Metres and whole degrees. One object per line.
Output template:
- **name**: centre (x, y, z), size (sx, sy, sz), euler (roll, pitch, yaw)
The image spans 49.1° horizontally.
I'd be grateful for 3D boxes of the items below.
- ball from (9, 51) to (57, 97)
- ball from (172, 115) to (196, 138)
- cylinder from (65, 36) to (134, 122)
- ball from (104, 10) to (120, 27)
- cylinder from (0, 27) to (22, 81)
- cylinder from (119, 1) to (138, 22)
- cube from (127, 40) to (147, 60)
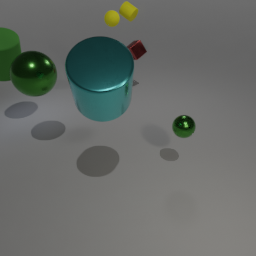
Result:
- **ball**: centre (-2.907, -1.669, 8.662), size (1.400, 1.400, 1.400), euler (0, 31, 0)
- **ball**: centre (1.681, -0.044, 8.435), size (0.700, 0.700, 0.700), euler (0, 31, 0)
- **cylinder**: centre (-0.593, -1.041, 6.259), size (1.400, 1.400, 1.400), euler (1, 67, -2)
- **ball**: centre (-0.729, -4.962, 12.708), size (0.700, 0.700, 0.700), euler (0, 31, 0)
- **cylinder**: centre (-4.598, -2.663, 10.156), size (1.400, 1.400, 1.400), euler (6, 49, -7)
- **cylinder**: centre (0.033, -5.787, 13.911), size (0.700, 0.700, 0.700), euler (39, 42, 9)
- **cube**: centre (0.374, -3.860, 13.906), size (0.700, 0.700, 0.700), euler (-41, 26, -11)
